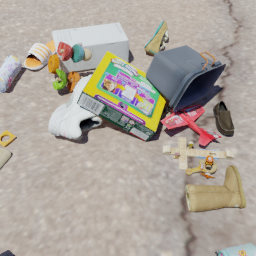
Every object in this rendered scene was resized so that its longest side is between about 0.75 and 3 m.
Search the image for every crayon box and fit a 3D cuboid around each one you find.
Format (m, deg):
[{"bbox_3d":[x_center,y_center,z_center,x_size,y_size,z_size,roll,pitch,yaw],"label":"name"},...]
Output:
[{"bbox_3d":[-0.057,-1.137,9.620,2.649,0.772,2.286,29,49,-8],"label":"crayon box"}]

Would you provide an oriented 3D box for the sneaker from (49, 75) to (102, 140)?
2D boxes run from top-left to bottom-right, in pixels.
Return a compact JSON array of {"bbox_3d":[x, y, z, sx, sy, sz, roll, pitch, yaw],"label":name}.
[{"bbox_3d":[-1.418,-0.652,9.767,1.442,1.131,2.903,25,59,8],"label":"sneaker"}]

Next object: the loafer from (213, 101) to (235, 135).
[{"bbox_3d":[3.315,-0.378,9.734,0.537,0.525,1.472,-5,49,-4],"label":"loafer"}]

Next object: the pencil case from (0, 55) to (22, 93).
[{"bbox_3d":[-4.846,-2.171,11.158,0.686,0.748,1.650,9,50,4],"label":"pencil case"}]

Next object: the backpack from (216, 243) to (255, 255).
[{"bbox_3d":[2.273,3.261,5.726,1.356,1.768,1.555,-5,50,-4],"label":"backpack"}]

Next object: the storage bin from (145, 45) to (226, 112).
[{"bbox_3d":[1.961,-1.998,9.781,1.713,1.856,2.550,44,44,19],"label":"storage bin"}]

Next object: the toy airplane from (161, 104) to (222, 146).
[{"bbox_3d":[2.197,-0.150,9.560,2.275,0.418,2.275,8,35,-5],"label":"toy airplane"}]

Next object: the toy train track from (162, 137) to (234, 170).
[{"bbox_3d":[2.227,0.728,8.887,2.222,0.362,1.275,4,49,3],"label":"toy train track"}]

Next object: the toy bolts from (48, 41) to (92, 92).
[{"bbox_3d":[-2.178,-2.470,10.785,1.234,1.779,1.699,0,42,-34],"label":"toy bolts"}]

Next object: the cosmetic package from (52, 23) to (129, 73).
[{"bbox_3d":[-1.559,-3.453,11.962,2.967,1.204,1.674,-14,49,-11],"label":"cosmetic package"}]

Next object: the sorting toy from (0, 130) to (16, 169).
[{"bbox_3d":[-4.709,0.998,8.621,1.615,0.391,2.869,17,51,15],"label":"sorting toy"}]

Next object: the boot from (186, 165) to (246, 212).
[{"bbox_3d":[2.421,1.674,7.962,1.552,0.513,1.359,-1,49,0],"label":"boot"}]

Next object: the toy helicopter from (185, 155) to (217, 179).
[{"bbox_3d":[2.226,1.278,8.478,0.982,0.387,0.649,-16,59,1],"label":"toy helicopter"}]

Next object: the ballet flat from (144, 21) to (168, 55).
[{"bbox_3d":[1.451,-4.119,13.005,0.746,0.812,2.367,35,55,-7],"label":"ballet flat"}]

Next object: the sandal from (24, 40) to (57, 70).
[{"bbox_3d":[-3.739,-3.483,12.323,0.948,0.709,2.474,18,51,15],"label":"sandal"}]
